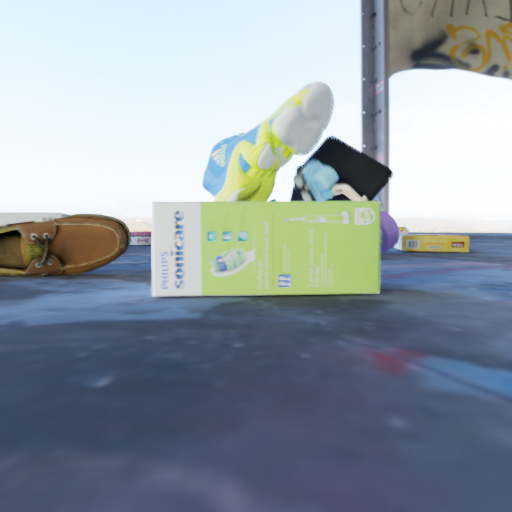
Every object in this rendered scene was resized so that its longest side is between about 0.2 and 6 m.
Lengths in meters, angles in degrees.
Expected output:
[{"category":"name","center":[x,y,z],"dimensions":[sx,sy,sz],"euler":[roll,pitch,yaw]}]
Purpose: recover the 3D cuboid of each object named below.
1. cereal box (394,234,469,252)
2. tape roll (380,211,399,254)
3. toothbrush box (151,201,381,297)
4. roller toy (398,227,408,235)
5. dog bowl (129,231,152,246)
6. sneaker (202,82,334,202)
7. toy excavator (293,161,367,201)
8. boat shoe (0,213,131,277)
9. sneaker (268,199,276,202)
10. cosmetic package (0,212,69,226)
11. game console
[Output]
[{"category":"cereal box","center":[4.093,-0.316,13.292],"dimensions":[1.452,0.399,2.018],"euler":[0,3,8]},{"category":"tape roll","center":[2.537,-0.490,11.716],"dimensions":[0.366,0.860,0.860],"euler":[-26,18,-34]},{"category":"toothbrush box","center":[0.038,-0.108,5.449],"dimensions":[1.992,0.858,1.450],"euler":[1,4,-6]},{"category":"roller toy","center":[5.535,-0.845,21.462],"dimensions":[0.427,0.558,0.611],"euler":[-1,5,-5]},{"category":"dog bowl","center":[-3.251,-0.524,16.862],"dimensions":[1.181,0.436,1.181],"euler":[0,3,0]},{"category":"sneaker","center":[0.051,-2.278,10.972],"dimensions":[1.678,3.194,1.210],"euler":[35,-9,38]},{"category":"toy excavator","center":[1.493,-1.353,11.127],"dimensions":[0.606,1.180,1.213],"euler":[-43,22,-30]},{"category":"boat shoe","center":[-2.582,-0.054,6.676],"dimensions":[2.100,0.755,0.714],"euler":[-8,9,-1]},{"category":"sneaker","center":[0.691,-0.579,11.238],"dimensions":[1.744,1.138,0.693],"euler":[-3,-2,-32]},{"category":"cosmetic package","center":[-6.005,-0.549,12.966],"dimensions":[3.553,0.900,1.466],"euler":[0,3,2]},{"category":"game console","center":[1.809,-1.439,12.244],"dimensions":[1.062,1.604,1.824],"euler":[-28,54,-36]}]
